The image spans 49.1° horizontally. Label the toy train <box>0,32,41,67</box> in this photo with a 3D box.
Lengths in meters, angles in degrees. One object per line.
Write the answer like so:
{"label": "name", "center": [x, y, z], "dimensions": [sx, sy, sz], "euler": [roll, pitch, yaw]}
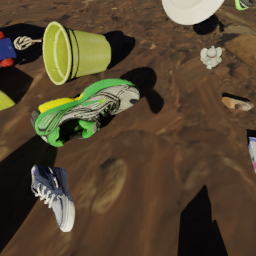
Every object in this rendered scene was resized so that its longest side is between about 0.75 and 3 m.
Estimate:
{"label": "toy train", "center": [-4.871, -2.823, 10.582], "dimensions": [2.852, 1.207, 1.650], "euler": [-25, 14, -40]}

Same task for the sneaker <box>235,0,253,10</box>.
{"label": "sneaker", "center": [1.906, -2.348, 4.535], "dimensions": [0.334, 0.797, 0.306], "euler": [0, 42, 24]}

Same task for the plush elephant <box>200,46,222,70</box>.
{"label": "plush elephant", "center": [3.227, -2.806, 10.821], "dimensions": [0.817, 0.768, 0.992], "euler": [10, 36, 14]}

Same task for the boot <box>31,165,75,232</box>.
{"label": "boot", "center": [-0.895, 0.792, 3.233], "dimensions": [0.410, 0.330, 0.908], "euler": [14, 26, -30]}

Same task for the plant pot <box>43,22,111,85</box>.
{"label": "plant pot", "center": [-1.685, -2.578, 9.762], "dimensions": [1.846, 2.008, 2.008], "euler": [-12, 35, -37]}

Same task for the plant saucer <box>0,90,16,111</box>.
{"label": "plant saucer", "center": [-5.127, -0.973, 8.345], "dimensions": [2.539, 0.608, 2.536], "euler": [-29, 44, -35]}

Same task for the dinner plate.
{"label": "dinner plate", "center": [1.278, -2.884, 5.558], "dimensions": [1.570, 1.570, 0.190], "euler": [31, 22, 36]}

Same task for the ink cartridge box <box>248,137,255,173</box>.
{"label": "ink cartridge box", "center": [3.156, 0.628, 6.406], "dimensions": [0.639, 0.225, 1.070], "euler": [5, 38, 7]}

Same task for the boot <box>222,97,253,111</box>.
{"label": "boot", "center": [3.288, -0.736, 8.351], "dimensions": [0.582, 0.279, 0.796], "euler": [-10, 37, -25]}

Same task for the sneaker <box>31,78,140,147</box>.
{"label": "sneaker", "center": [-0.878, -0.318, 7.196], "dimensions": [2.894, 1.129, 1.233], "euler": [-27, 50, -20]}
